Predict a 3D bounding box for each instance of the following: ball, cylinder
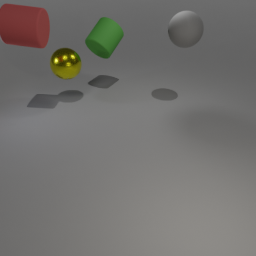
[{"bbox_3d":[2.298,-3.924,11.179,1.400,1.400,1.400,0,31,0],"label":"ball"},{"bbox_3d":[-3.735,-3.690,10.180,1.400,1.400,1.400,7,31,0],"label":"cylinder"},{"bbox_3d":[-2.777,-2.869,12.523,1.400,1.400,1.400,0,31,0],"label":"ball"},{"bbox_3d":[-1.136,-4.349,13.583,1.400,1.400,1.400,23,75,33],"label":"cylinder"}]
